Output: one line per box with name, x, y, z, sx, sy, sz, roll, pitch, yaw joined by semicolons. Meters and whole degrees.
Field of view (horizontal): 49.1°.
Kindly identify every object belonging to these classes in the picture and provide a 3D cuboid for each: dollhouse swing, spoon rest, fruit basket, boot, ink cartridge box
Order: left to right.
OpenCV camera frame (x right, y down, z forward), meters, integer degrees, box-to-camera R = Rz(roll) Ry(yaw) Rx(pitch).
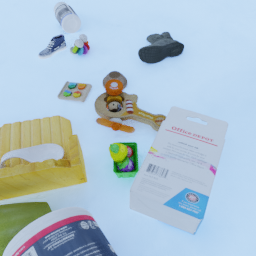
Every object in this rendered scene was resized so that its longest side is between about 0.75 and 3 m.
dollhouse swing;-2.551;0.378;6.979;2.664;2.421;2.342;-10;67;-8
spoon rest;-2.459;0.757;7.149;1.629;0.494;0.809;-10;42;-8
boot;-3.019;-3.224;11.013;0.465;0.578;1.279;36;58;26
fruit basket;-0.112;0.728;7.369;0.767;1.063;1.063;-1;49;-1
boot;1.068;-3.224;11.050;2.058;0.697;1.344;-16;46;-23
ink cartridge box;1.379;0.919;7.179;1.695;0.999;2.944;19;53;16

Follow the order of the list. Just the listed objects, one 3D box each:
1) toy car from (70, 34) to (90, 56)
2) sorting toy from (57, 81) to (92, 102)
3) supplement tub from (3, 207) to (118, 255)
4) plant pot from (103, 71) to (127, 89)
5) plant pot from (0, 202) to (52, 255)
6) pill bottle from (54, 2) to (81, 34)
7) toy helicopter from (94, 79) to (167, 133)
toy car;-1.829;-3.183;11.004;0.645;0.752;0.860;38;50;-16
sorting toy;-1.819;-1.280;9.591;0.969;0.177;0.897;10;50;11
supplement tub;-0.861;2.944;4.871;1.882;1.882;2.681;-28;55;-22
plant pot;-0.467;-1.713;9.839;0.884;0.408;0.884;-1;49;1
plant pot;-2.386;2.195;6.004;1.512;1.415;1.415;-15;50;-29
pill bottle;-2.688;-4.858;12.230;0.857;0.857;1.506;-20;52;-16
toy helicopter;0.073;-0.397;8.419;2.368;0.934;1.566;21;53;11
